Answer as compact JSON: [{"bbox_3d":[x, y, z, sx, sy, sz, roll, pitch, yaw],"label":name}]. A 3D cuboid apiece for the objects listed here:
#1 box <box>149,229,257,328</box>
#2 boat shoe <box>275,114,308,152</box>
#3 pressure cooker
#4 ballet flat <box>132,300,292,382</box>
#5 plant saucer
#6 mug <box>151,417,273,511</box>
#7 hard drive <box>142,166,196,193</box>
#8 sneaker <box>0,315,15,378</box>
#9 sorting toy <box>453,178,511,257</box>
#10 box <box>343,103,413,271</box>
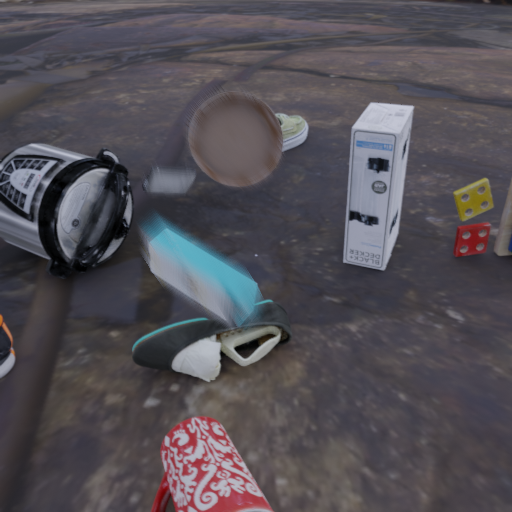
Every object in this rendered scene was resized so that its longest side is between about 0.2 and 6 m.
[{"bbox_3d":[-0.729,0.283,7.475,1.527,0.628,0.375,31,53,18],"label":"box"},{"bbox_3d":[0.680,-3.685,16.541,1.093,0.942,3.036,17,35,25],"label":"boat shoe"},{"bbox_3d":[-3.630,-0.960,10.933,2.529,2.225,2.260,19,36,27],"label":"pressure cooker"},{"bbox_3d":[-0.552,1.339,8.579,2.586,0.879,0.884,-16,49,-24],"label":"ballet flat"},{"bbox_3d":[-0.484,-2.741,13.268,2.234,2.234,0.358,-7,2,-12],"label":"plant saucer"},{"bbox_3d":[-0.645,2.663,6.275,1.363,1.025,1.536,-11,30,-20],"label":"mug"},{"bbox_3d":[-1.804,-1.568,11.630,0.961,0.671,0.182,-2,61,-35],"label":"hard drive"},{"bbox_3d":[-4.668,1.494,7.642,1.043,1.506,2.688,16,35,24],"label":"sneaker"},{"bbox_3d":[5.760,-0.792,10.944,3.975,1.916,0.672,-5,32,-8],"label":"sorting toy"},{"bbox_3d":[2.381,-1.350,10.975,0.856,2.848,1.661,10,35,20],"label":"box"}]
